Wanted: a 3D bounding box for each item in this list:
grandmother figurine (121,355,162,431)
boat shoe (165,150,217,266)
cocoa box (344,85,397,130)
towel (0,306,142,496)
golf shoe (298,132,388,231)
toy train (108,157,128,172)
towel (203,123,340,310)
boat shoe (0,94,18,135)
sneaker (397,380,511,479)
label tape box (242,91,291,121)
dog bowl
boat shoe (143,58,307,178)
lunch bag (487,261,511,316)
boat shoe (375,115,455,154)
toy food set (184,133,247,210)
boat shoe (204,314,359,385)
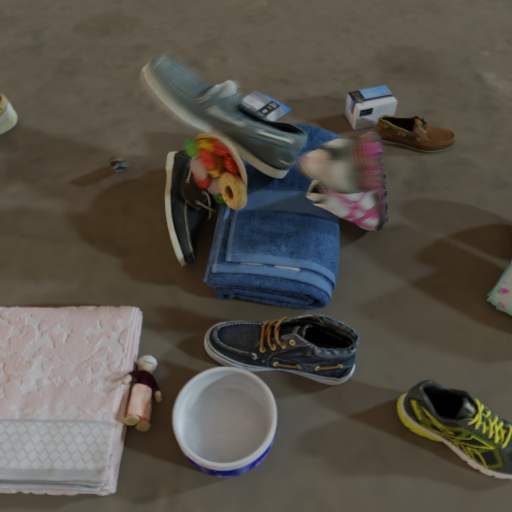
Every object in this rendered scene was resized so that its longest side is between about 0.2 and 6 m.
[{"bbox_3d":[-1.936,2.231,9.446,0.395,0.791,1.305,-26,38,24],"label":"grandmother figurine"},{"bbox_3d":[-1.322,-1.132,11.593,1.019,1.083,3.015,-7,51,5],"label":"boat shoe"},{"bbox_3d":[2.792,-3.645,13.759,1.038,0.692,0.681,-13,54,-10],"label":"cocoa box"},{"bbox_3d":[-3.827,2.258,9.420,3.428,0.553,3.274,0,53,-1],"label":"towel"},{"bbox_3d":[1.737,-1.307,10.613,1.483,3.220,1.169,-6,70,16],"label":"golf shoe"},{"bbox_3d":[-3.137,-2.095,12.703,0.249,0.585,0.334,-37,96,12],"label":"toy train"},{"bbox_3d":[0.522,-1.041,11.558,2.495,1.085,4.470,6,53,4],"label":"towel"},{"bbox_3d":[-6.836,-2.957,13.153,0.933,0.837,2.522,27,58,19],"label":"boat shoe"},{"bbox_3d":[3.407,2.716,8.785,2.356,0.997,0.877,20,56,14],"label":"sneaker"},{"bbox_3d":[0.144,-3.698,13.991,0.906,0.398,1.257,36,61,24],"label":"label tape box"},{"bbox_3d":[-0.497,2.664,9.043,1.641,0.646,1.641,0,53,0],"label":"dog bowl"},{"bbox_3d":[-0.532,-2.846,10.694,3.375,1.043,1.229,34,34,-11],"label":"boat shoe"},{"bbox_3d":[5.432,0.485,10.308,1.594,1.141,1.872,34,98,19],"label":"lunch bag"},{"bbox_3d":[3.783,-2.912,13.233,1.929,0.656,0.694,5,53,4],"label":"boat shoe"},{"bbox_3d":[-0.754,-1.635,10.737,0.368,1.515,1.499,-37,38,-29],"label":"toy food set"},{"bbox_3d":[0.411,1.412,9.619,2.699,1.225,0.955,9,54,7],"label":"boat shoe"}]
